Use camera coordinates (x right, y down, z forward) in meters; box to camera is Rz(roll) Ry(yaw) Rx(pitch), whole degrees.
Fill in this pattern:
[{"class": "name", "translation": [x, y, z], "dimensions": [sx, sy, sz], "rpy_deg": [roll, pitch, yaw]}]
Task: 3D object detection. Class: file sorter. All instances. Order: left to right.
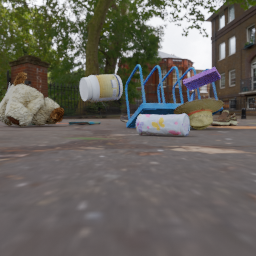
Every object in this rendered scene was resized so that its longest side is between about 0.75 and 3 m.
[{"class": "file sorter", "translation": [1.546, -1.155, 10.448], "dimensions": [2.953, 1.812, 2.049], "rpy_deg": [0, -17, -16]}]

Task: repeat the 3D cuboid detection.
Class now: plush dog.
[{"class": "plush dog", "translation": [-4.185, -0.939, 12.642], "dimensions": [2.489, 2.325, 2.898], "rpy_deg": [27, -15, -35]}]

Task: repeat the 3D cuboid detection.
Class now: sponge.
[{"class": "sponge", "translation": [2.446, -1.600, 9.253], "dimensions": [1.116, 0.166, 0.622], "rpy_deg": [-20, -28, 29]}]

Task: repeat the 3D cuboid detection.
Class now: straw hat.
[{"class": "straw hat", "translation": [2.377, -0.331, 9.189], "dimensions": [1.664, 0.704, 1.664], "rpy_deg": [-5, -17, -2]}]

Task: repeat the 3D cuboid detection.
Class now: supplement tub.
[{"class": "supplement tub", "translation": [-1.190, -1.742, 12.315], "dimensions": [1.637, 1.182, 1.182], "rpy_deg": [-8, 6, -30]}]

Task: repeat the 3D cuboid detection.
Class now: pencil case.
[{"class": "pencil case", "translation": [0.790, -0.070, 6.383], "dimensions": [1.215, 0.505, 0.551], "rpy_deg": [1, -3, 26]}]

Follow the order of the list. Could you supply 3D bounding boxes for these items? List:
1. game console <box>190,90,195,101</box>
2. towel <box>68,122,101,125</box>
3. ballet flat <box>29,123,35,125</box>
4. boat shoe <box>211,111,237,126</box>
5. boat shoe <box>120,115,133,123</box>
[{"class": "game console", "translation": [3.036, -1.088, 15.509], "dimensions": [1.781, 1.234, 2.086], "rpy_deg": [-24, -3, 8]}, {"class": "towel", "translation": [-2.359, -0.260, 15.478], "dimensions": [1.254, 0.186, 1.710], "rpy_deg": [1, 1, 15]}, {"class": "ballet flat", "translation": [-4.986, -0.325, 14.523], "dimensions": [0.385, 0.364, 1.143], "rpy_deg": [0, 2, 9]}, {"class": "boat shoe", "translation": [4.544, -0.465, 13.328], "dimensions": [0.730, 0.732, 1.978], "rpy_deg": [2, 3, 42]}, {"class": "boat shoe", "translation": [0.895, -0.782, 17.325], "dimensions": [2.845, 1.043, 1.060], "rpy_deg": [-1, 2, -16]}]
